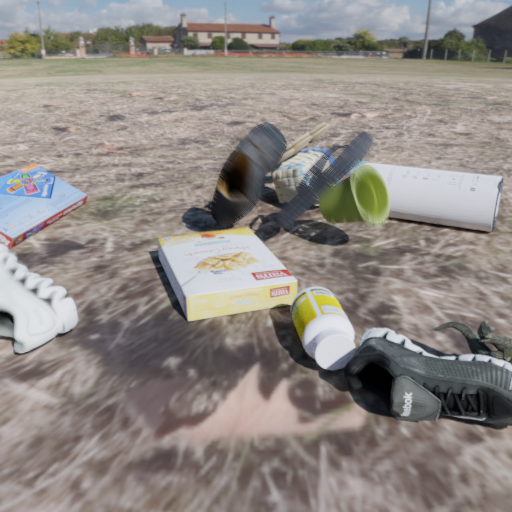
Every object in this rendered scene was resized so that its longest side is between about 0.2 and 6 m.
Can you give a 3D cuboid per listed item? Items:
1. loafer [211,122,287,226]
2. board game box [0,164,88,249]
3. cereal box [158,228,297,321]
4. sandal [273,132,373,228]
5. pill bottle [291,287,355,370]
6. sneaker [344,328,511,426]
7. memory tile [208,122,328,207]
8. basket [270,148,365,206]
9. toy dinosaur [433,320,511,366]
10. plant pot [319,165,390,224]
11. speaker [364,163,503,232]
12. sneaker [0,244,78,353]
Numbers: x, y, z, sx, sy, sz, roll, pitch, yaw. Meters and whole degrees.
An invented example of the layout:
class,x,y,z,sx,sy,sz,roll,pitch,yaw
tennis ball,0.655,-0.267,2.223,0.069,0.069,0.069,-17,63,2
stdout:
class,x,y,z,sx,sy,sz,roll,pitch,yaw
loafer,-0.390,-1.378,10.483,0.938,2.577,0.932,41,49,10
board game box,-5.004,-1.156,12.006,1.528,0.289,2.967,31,26,-1
cereal box,-0.565,0.210,9.325,1.754,0.482,2.438,-8,24,-18
sandal,1.084,-1.396,10.074,0.509,2.377,0.904,52,29,8
pill bottle,0.881,0.948,7.336,0.677,0.677,1.204,-3,23,-7
sneaker,1.936,1.472,6.092,2.256,0.750,1.021,14,29,38
memory tile,0.305,-2.117,13.154,2.996,0.252,2.297,-39,7,-40
basket,1.392,-1.879,13.078,1.851,1.287,1.632,-29,18,-26
toy dinosaur,3.093,1.294,6.365,2.195,1.123,0.845,1,48,33
plant pot,1.735,-1.028,10.366,1.073,1.073,1.019,-23,6,-42
speaker,3.659,-1.300,12.038,2.898,1.177,1.177,10,25,25
sneaker,-3.590,0.447,7.598,2.371,0.891,0.961,29,46,17
